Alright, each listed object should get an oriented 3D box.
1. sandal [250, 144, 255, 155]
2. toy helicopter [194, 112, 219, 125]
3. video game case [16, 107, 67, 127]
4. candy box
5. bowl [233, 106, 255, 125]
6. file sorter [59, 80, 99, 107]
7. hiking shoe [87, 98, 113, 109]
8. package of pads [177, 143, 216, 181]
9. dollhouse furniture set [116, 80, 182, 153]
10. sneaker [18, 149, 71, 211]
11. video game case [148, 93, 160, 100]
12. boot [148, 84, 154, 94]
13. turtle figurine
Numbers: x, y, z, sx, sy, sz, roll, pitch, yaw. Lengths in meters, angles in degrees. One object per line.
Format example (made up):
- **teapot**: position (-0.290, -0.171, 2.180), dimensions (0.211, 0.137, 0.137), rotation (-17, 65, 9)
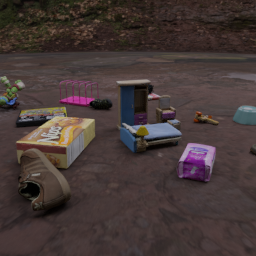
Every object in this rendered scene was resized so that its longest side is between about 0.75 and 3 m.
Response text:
- **sandal**: position (4.752, 0.665, 8.637), dimensions (1.774, 0.484, 0.725), rotation (11, 22, 29)
- **toy helicopter**: position (3.360, -0.366, 11.892), dimensions (1.049, 0.414, 0.693), rotation (25, 21, 30)
- **video game case**: position (-3.737, -0.511, 12.309), dimensions (2.045, 0.261, 1.848), rotation (-6, 20, -13)
- **candy box**: position (-2.192, 0.357, 9.113), dimensions (1.540, 0.738, 2.669), rotation (4, 20, 10)
- **bowl**: position (5.145, -0.587, 12.008), dimensions (1.161, 0.607, 1.161), rotation (1, 20, 0)
- **file sorter**: position (-2.606, -1.921, 14.984), dimensions (1.796, 1.126, 1.248), rotation (10, 21, 25)
- **hiking shoe**: position (-1.383, -1.138, 13.847), dimensions (1.422, 0.538, 0.716), rotation (7, 27, 44)
- **package of pads**: position (1.944, 0.915, 7.852), dimensions (0.863, 0.542, 1.433), rotation (5, 20, 22)
- **dollhouse furniture set**: position (1.029, -0.571, 10.072), dimensions (2.699, 1.865, 2.859), rotation (-7, 21, -18)
- **sneaker**: position (-2.296, 1.164, 6.734), dimensions (0.897, 0.836, 2.375), rotation (-20, 26, -35)
- **video game case**: position (0.752, -1.772, 16.008), dimensions (1.878, 0.164, 1.343), rotation (-9, 21, -22)
- **boot**: position (0.650, -2.323, 16.421), dimensions (1.643, 0.608, 1.347), rotation (14, 24, 16)
- **turtle figurine**: position (-6.383, -1.896, 14.177), dimensions (2.265, 1.630, 2.196), rotation (6, 18, 3)
